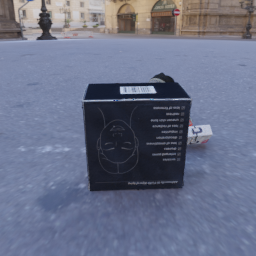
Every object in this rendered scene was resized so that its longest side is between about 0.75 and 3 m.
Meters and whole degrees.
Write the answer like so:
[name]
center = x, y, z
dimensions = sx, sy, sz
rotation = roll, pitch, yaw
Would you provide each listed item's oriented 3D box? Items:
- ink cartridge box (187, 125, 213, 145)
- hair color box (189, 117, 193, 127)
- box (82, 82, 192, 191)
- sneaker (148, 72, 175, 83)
[ink cartridge box]
center = 1.797, 0.193, 7.540
dimensions = 0.753, 0.545, 0.318
rotation = -5, 63, -8
[hair color box]
center = 1.287, -0.030, 7.857
dimensions = 1.030, 0.316, 0.523
rotation = -29, 9, 18
[box]
center = 0.143, 0.149, 5.812
dimensions = 1.997, 1.963, 1.238
rotation = -1, 24, -3
[sneaker]
center = 1.058, -1.024, 8.760
dimensions = 0.979, 1.161, 2.654
rotation = 40, 5, 12
